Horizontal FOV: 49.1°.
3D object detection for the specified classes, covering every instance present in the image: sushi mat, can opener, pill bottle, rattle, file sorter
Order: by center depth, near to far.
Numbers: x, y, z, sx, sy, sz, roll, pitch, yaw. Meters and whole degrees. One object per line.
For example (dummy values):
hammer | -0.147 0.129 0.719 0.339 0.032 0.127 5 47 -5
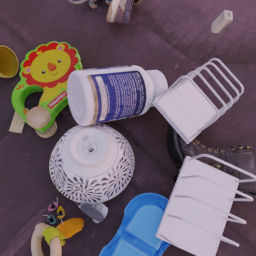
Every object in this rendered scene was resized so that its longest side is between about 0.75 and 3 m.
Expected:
file sorter | 2.016 2.019 7.069 1.637 1.469 2.359 25 75 0
rattle | -2.045 3.580 7.889 1.223 1.342 1.878 1 91 24
can opener | -1.439 1.982 8.256 2.018 0.675 0.538 38 74 13
file sorter | 2.204 -0.936 8.329 1.586 1.423 2.286 51 45 6
pill bottle | -0.254 -1.067 8.580 2.862 1.589 1.589 -12 68 -29
sushi mat | -3.674 -0.270 9.430 0.437 0.055 0.914 8 70 2

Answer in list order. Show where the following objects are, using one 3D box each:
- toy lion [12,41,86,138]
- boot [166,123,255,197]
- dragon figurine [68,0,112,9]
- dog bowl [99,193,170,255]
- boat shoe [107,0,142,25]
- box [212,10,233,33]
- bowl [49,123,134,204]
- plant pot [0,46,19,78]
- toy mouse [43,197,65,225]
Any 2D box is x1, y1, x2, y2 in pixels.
toy lion | -2.696 -1.577 9.537 2.843 1.018 2.966 40 75 21
boot | 2.609 0.789 8.649 2.534 1.008 2.911 -6 76 -6
dragon figurine | -1.234 -5.428 10.989 2.476 0.729 1.231 -15 70 -6
dog bowl | 0.308 3.222 7.783 1.594 0.709 2.859 28 72 10
boat shoe | 0.077 -5.104 10.757 0.968 1.074 2.987 25 65 -8
box | 2.807 -3.173 8.397 0.262 0.768 0.315 5 80 -11
bowl | -1.071 0.771 8.230 2.639 1.239 2.639 2 62 -3
plant pot | -4.501 -2.243 9.728 0.767 1.080 1.080 -4 68 25
toy mouse | -2.186 2.523 8.292 0.753 0.164 0.847 -23 60 20
